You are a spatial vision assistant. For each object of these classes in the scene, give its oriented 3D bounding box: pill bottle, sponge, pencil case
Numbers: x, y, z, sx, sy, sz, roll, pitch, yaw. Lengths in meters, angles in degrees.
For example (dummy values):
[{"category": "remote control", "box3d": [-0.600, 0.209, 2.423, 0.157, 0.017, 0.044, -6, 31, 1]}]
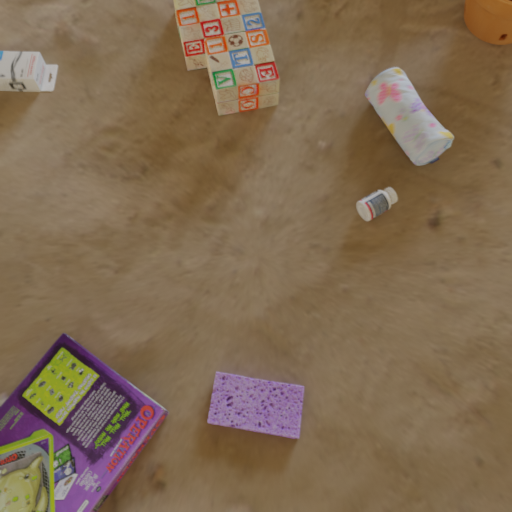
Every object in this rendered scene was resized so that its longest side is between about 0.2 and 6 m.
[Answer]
[{"category": "pill bottle", "box3d": [1.814, -0.787, 8.369, 0.559, 0.334, 0.334, -29, 72, -10]}, {"category": "sponge", "box3d": [0.010, 1.975, 7.412, 1.216, 0.181, 0.678, 8, 70, 4]}, {"category": "pencil case", "box3d": [2.366, -2.177, 8.706, 0.715, 0.655, 1.575, -34, 70, 12]}]

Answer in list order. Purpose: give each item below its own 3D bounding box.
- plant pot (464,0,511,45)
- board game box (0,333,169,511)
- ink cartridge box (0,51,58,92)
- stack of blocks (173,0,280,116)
[{"category": "plant pot", "box3d": [4.187, -4.331, 9.274, 1.627, 1.139, 1.627, 0, 70, 0]}, {"category": "board game box", "box3d": [-2.715, 2.680, 7.039, 1.787, 0.481, 2.978, 33, 73, 16]}, {"category": "ink cartridge box", "box3d": [-3.842, -3.037, 9.220, 0.994, 0.331, 0.576, 1, 69, 0]}, {"category": "stack of blocks", "box3d": [-0.535, -3.520, 9.202, 1.354, 0.689, 2.352, -12, 70, -4]}]
